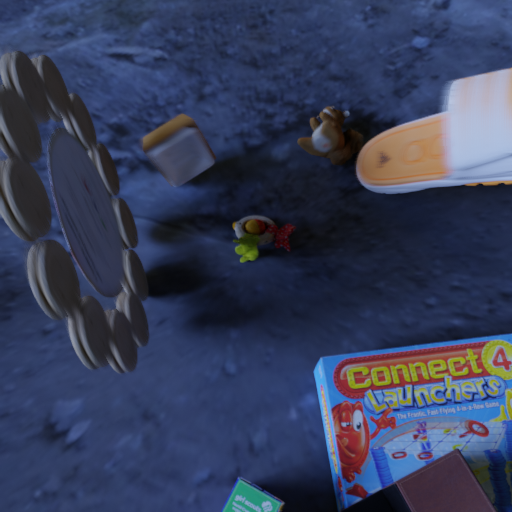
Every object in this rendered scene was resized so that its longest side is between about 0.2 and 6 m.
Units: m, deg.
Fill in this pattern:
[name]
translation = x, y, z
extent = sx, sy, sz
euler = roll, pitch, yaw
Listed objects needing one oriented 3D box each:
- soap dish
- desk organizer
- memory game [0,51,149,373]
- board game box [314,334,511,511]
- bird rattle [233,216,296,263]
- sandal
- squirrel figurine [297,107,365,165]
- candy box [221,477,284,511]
[soap dish]
translation = -1.141, -1.562, 8.307
extent = 0.833, 1.059, 0.430
euler = -32, 64, 1
[desk organizer]
translation = 1.257, 2.879, 5.615
extent = 2.252, 0.807, 0.867
euler = -23, 64, -11
[memory game]
translation = -1.979, -0.448, 6.432
extent = 0.239, 3.750, 3.750
euler = -15, 65, 3
[board game box]
translation = 2.196, 2.375, 6.699
extent = 2.599, 0.726, 2.544
euler = -7, 65, -3
[bird rattle]
translation = 0.066, -0.356, 8.198
extent = 0.937, 0.528, 0.764
euler = -25, 50, -15
[sandal]
translation = 2.546, -1.541, 7.168
extent = 1.004, 3.504, 1.343
euler = 17, 70, -41
[squirrel figurine]
translation = 1.258, -1.932, 8.926
extent = 0.919, 0.651, 0.858
euler = 39, 47, -13
[candy box]
translation = -0.285, 3.240, 5.968
extent = 0.587, 1.288, 1.524
euler = 24, 67, 13
